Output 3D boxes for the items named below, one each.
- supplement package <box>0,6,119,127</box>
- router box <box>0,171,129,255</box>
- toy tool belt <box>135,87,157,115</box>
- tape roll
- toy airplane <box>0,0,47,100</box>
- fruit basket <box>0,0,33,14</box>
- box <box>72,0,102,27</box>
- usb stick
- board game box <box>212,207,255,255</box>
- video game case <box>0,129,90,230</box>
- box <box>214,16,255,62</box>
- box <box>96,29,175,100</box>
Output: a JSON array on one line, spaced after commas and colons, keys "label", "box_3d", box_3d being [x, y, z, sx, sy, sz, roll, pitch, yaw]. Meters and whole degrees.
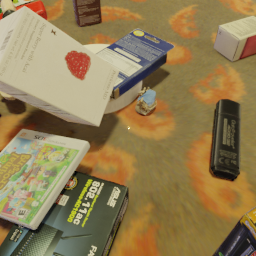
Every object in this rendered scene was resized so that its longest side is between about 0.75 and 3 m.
[{"label": "supplement package", "box_3d": [-1.661, -1.160, 6.068, 1.445, 2.413, 1.463, 9, 77, 48]}, {"label": "router box", "box_3d": [-1.130, 1.914, 5.156, 1.699, 0.704, 2.267, 14, 49, 12]}, {"label": "toy tool belt", "box_3d": [0.547, -0.840, 7.772, 0.582, 0.573, 0.932, 20, 50, 17]}, {"label": "tape roll", "box_3d": [-0.995, -1.550, 8.439, 2.891, 0.528, 2.891, -1, 49, 1]}, {"label": "toy airplane", "box_3d": [-3.645, -2.276, 8.200, 2.856, 2.024, 2.868, 12, 82, 30]}, {"label": "fruit basket", "box_3d": [-5.165, -5.487, 11.798, 1.883, 0.953, 2.033, 20, 48, 17]}, {"label": "box", "box_3d": [-1.615, -4.984, 10.618, 0.986, 1.969, 0.738, -16, 49, -14]}, {"label": "usb stick", "box_3d": [2.467, 0.169, 6.974, 0.682, 0.401, 2.458, 16, 49, 5]}, {"label": "board game box", "box_3d": [2.743, 1.514, 4.359, 2.917, 2.412, 0.827, -22, 51, -19]}, {"label": "video game case", "box_3d": [-1.990, 0.856, 5.563, 1.806, 0.219, 1.984, 9, 46, 23]}, {"label": "box", "box_3d": [3.953, -3.082, 9.617, 1.604, 0.874, 1.026, -21, 51, -18]}, {"label": "box", "box_3d": [-0.020, -1.957, 8.130, 1.594, 0.426, 2.632, 35, 60, 28]}]
